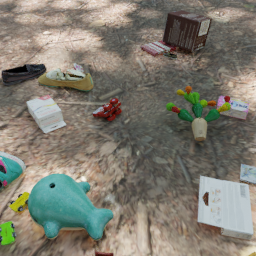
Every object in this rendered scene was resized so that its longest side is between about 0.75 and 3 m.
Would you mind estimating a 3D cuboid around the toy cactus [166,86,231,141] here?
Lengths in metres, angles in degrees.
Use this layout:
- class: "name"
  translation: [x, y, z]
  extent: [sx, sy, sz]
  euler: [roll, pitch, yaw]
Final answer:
- class: "toy cactus"
  translation: [2.728, -0.549, 10.568]
  extent: [2.457, 1.256, 2.027]
  euler: [4, 63, -4]

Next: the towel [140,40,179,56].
- class: "towel"
  translation: [1.821, -4.621, 16.045]
  extent: [1.844, 0.210, 1.328]
  euler: [-23, 45, -26]

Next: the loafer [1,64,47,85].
- class: "loafer"
  translation: [-5.002, -2.746, 13.562]
  extent: [2.212, 0.697, 0.795]
  euler: [-29, 49, -28]

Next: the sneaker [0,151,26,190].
- class: "sneaker"
  translation: [-4.563, 1.351, 8.896]
  extent: [2.202, 0.921, 1.330]
  euler: [13, 34, 12]

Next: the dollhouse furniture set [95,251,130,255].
- class: "dollhouse furniture set"
  translation: [-0.100, 3.482, 6.682]
  extent: [1.499, 0.610, 0.807]
  euler: [1, 42, 1]

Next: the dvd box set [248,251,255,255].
- class: "dvd box set"
  translation: [2.439, 3.422, 6.533]
  extent: [1.241, 0.908, 0.183]
  euler: [-19, 46, -21]

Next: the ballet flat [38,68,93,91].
- class: "ballet flat"
  translation: [-2.933, -2.382, 13.029]
  extent: [2.772, 0.874, 0.951]
  euler: [8, 43, 10]

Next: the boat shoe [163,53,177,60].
- class: "boat shoe"
  translation: [2.297, -3.975, 15.273]
  extent: [0.826, 0.249, 0.294]
  euler: [23, 47, 23]

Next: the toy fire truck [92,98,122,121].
- class: "toy fire truck"
  translation: [-0.837, -0.791, 11.533]
  extent: [0.916, 0.612, 1.091]
  euler: [7, 38, 36]

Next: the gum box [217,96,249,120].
- class: "gum box"
  translation: [4.320, -0.864, 11.666]
  extent: [1.265, 0.418, 0.718]
  euler: [16, 45, 17]

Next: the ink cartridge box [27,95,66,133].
- class: "ink cartridge box"
  translation: [-3.273, -0.591, 11.259]
  extent: [0.982, 0.569, 1.686]
  euler: [-25, 48, -25]

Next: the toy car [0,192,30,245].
- class: "toy car"
  translation: [-3.403, 2.632, 7.832]
  extent: [1.588, 0.354, 1.494]
  euler: [-16, 45, -16]

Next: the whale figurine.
- class: "whale figurine"
  translation: [-1.623, 2.113, 7.720]
  extent: [2.414, 1.253, 1.921]
  euler: [20, 45, 21]

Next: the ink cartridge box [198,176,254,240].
- class: "ink cartridge box"
  translation: [2.793, 2.272, 8.203]
  extent: [1.485, 0.377, 1.686]
  euler: [10, 42, 10]

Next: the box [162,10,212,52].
- class: "box"
  translation: [3.309, -5.484, 15.736]
  extent: [1.994, 1.637, 1.654]
  euler: [29, 39, 28]

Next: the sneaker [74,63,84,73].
- class: "sneaker"
  translation: [-2.483, -2.957, 14.096]
  extent: [0.386, 0.356, 0.875]
  euler: [-17, 53, -20]

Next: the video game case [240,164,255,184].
- class: "video game case"
  translation: [4.058, 1.532, 9.202]
  extent: [0.686, 0.083, 0.752]
  euler: [14, 38, 16]
